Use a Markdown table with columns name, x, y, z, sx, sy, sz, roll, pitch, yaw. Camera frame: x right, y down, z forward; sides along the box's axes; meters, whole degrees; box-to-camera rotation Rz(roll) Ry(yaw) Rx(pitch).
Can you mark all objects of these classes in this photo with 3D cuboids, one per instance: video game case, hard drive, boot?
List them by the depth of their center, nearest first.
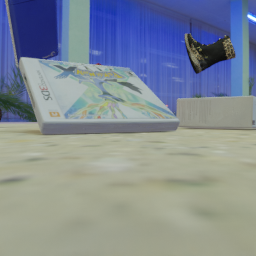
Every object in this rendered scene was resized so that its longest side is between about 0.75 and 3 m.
| name | x | y | z | sx | sy | sz | roll | pitch | yaw |
| --- | --- | --- | --- | --- | --- | --- | --- | --- | --- |
| video game case | -0.630 | -0.706 | 5.631 | 2.636 | 0.290 | 2.403 | -1 | 36 | -30 |
| hard drive | -2.916 | -3.122 | 8.789 | 0.298 | 2.347 | 1.549 | 40 | 52 | 24 |
| boot | 3.124 | -3.142 | 10.939 | 1.598 | 2.122 | 0.776 | -17 | -41 | 13 |

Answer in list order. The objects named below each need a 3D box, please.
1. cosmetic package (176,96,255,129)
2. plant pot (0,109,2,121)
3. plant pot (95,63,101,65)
| name | x | y | z | sx | sy | sz | roll | pitch | yaw |
| --- | --- | --- | --- | --- | --- | --- | --- | --- | --- |
| cosmetic package | 2.374 | -0.378 | 7.321 | 1.968 | 0.799 | 1.111 | 0 | -1 | 35 |
| plant pot | -4.563 | -0.402 | 8.681 | 0.890 | 0.890 | 0.881 | 0 | 9 | 6 |
| plant pot | -0.974 | -0.684 | 7.738 | 1.398 | 1.585 | 1.587 | -15 | -3 | 16 |
